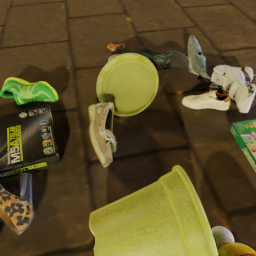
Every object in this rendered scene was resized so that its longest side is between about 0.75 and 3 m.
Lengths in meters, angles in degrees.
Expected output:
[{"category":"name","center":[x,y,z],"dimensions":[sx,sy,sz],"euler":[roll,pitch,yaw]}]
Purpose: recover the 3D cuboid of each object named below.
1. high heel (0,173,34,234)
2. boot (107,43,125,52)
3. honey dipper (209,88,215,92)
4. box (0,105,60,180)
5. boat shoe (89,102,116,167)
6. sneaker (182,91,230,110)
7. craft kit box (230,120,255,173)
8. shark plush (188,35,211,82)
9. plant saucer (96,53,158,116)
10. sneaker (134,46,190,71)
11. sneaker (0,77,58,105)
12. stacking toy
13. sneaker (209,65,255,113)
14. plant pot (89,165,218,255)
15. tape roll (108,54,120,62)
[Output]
[{"category":"high heel","center":[-4.015,2.163,7.708],"dimensions":[2.718,0.971,1.938],"euler":[-4,40,-16]},{"category":"boot","center":[-0.607,-4.152,14.152],"dimensions":[0.812,0.299,0.628],"euler":[-33,50,-30]},{"category":"honey dipper","center":[3.770,-1.414,11.697],"dimensions":[0.813,0.154,0.154],"euler":[37,57,24]},{"category":"box","center":[-3.749,0.454,9.613],"dimensions":[2.467,0.607,2.555],"euler":[-12,48,-12]},{"category":"boat shoe","center":[-0.773,0.095,9.636],"dimensions":[0.883,1.023,2.805],"euler":[-17,40,3]},{"category":"sneaker","center":[3.073,-1.197,11.028],"dimensions":[1.832,0.775,0.667],"euler":[4,48,11]},{"category":"craft kit box","center":[4.937,0.527,9.664],"dimensions":[2.028,0.498,2.053],"euler":[-7,47,-10]},{"category":"shark plush","center":[3.003,-2.975,12.467],"dimensions":[1.219,1.118,2.684],"euler":[4,47,4]},{"category":"plant saucer","center":[-0.012,-1.663,10.990],"dimensions":[2.531,0.393,2.531],"euler":[-3,79,18]},{"category":"sneaker","center":[1.427,-2.911,12.682],"dimensions":[2.720,1.026,1.078],"euler":[14,62,21]},{"category":"sneaker","center":[-3.924,-1.303,11.153],"dimensions":[2.564,0.950,1.071],"euler":[10,55,19]},{"category":"stacking toy","center":[2.596,3.391,6.494],"dimensions":[1.891,1.891,2.588],"euler":[-10,28,-9]},{"category":"sneaker","center":[4.152,-1.651,11.321],"dimensions":[1.612,1.054,2.804],"euler":[11,43,11]},{"category":"plant pot","center":[0.458,2.482,6.607],"dimensions":[2.400,2.610,2.610],"euler":[-17,48,-2]},{"category":"tape roll","center":[-0.461,-2.860,12.722],"dimensions":[0.867,0.596,0.867],"euler":[0,47,0]}]
